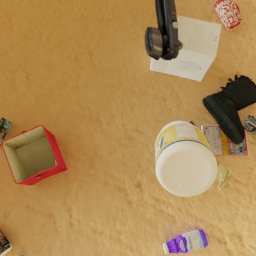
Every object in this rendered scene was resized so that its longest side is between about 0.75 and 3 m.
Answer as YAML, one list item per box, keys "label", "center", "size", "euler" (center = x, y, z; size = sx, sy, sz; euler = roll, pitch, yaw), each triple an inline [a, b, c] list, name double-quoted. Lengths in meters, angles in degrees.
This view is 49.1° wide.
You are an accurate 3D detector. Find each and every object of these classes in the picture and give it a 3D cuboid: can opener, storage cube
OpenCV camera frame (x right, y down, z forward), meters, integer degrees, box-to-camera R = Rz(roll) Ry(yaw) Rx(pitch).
- label: "can opener"
  center: [1.233, -3.492, 9.097]
  size: [1.154, 0.930, 2.936]
  euler: [19, 67, -39]
- label: "storage cube"
  center: [-3.240, 1.008, 9.936]
  size: [1.501, 1.578, 1.756]
  euler: [-24, 77, -5]

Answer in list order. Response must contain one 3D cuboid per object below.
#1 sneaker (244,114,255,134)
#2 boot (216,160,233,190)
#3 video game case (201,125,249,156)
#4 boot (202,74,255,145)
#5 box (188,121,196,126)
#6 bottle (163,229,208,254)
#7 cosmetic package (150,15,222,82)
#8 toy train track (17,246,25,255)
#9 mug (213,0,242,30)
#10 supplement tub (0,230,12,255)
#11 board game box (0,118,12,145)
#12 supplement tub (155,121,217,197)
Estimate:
- label: "sneaker"
  center: [5.201, 0.047, 10.724]
  size: [1.489, 0.554, 0.652]
  euler: [34, 58, -1]
- label: "boot"
  center: [3.345, 1.750, 10.388]
  size: [0.738, 0.345, 0.949]
  euler: [33, 77, 7]
- label: "video game case"
  center: [3.729, 0.479, 10.794]
  size: [1.698, 0.148, 1.214]
  euler: [-1, 76, 0]
- label: "boot"
  center: [4.218, -0.777, 10.645]
  size: [1.933, 0.873, 2.358]
  euler: [-29, 69, -7]
- label: "box"
  center: [2.331, 0.243, 10.606]
  size: [0.616, 0.622, 0.750]
  euler: [-34, 79, -8]
- label: "bottle"
  center: [1.987, 4.013, 9.766]
  size: [1.508, 0.492, 0.630]
  euler: [-14, 79, -4]
- label: "cosmetic package"
  center: [2.066, -2.982, 10.578]
  size: [2.153, 2.146, 1.323]
  euler: [13, 76, 3]
- label: "toy train track"
  center: [-3.582, 4.662, 9.797]
  size: [0.619, 0.176, 1.079]
  euler: [-32, 73, 0]
- label: "mug"
  center: [4.345, -4.875, 11.760]
  size: [1.091, 0.820, 1.229]
  euler: [-22, 81, -3]
- label: "supplement tub"
  center: [-4.619, 3.905, 9.693]
  size: [0.694, 0.694, 1.133]
  euler: [-40, 79, -9]
- label: "board game box"
  center: [-4.814, 0.175, 10.584]
  size: [0.147, 0.706, 1.044]
  euler: [23, 77, 5]
- label: "supplement tub"
  center: [1.727, 0.839, 8.872]
  size: [1.733, 2.395, 1.733]
  euler: [1, 110, 4]
